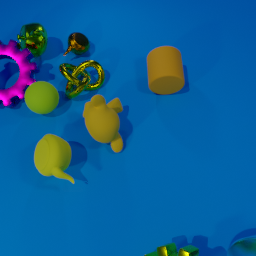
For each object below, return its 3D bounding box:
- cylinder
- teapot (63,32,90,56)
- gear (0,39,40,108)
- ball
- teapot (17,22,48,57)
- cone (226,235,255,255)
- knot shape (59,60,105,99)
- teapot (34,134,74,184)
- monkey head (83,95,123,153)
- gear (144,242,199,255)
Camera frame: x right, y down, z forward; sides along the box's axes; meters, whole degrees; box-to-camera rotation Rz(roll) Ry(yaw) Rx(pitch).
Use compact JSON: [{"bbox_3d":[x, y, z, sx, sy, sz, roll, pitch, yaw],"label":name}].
[{"bbox_3d":[1.047,-1.601,7.865,0.987,0.987,0.987,-1,66,-1],"label":"cylinder"},{"bbox_3d":[-1.595,-2.584,8.747,0.721,0.568,1.160,46,47,-6],"label":"teapot"},{"bbox_3d":[-3.467,-1.517,7.818,1.882,0.348,1.882,0,85,-3],"label":"gear"},{"bbox_3d":[-2.291,-0.809,7.474,0.874,0.874,0.874,0,60,0],"label":"ball"},{"bbox_3d":[-2.983,-2.700,8.556,0.812,1.659,1.031,-2,90,-36],"label":"teapot"},{"bbox_3d":[3.131,2.464,5.653,1.680,1.680,1.686,41,42,21],"label":"cone"},{"bbox_3d":[-1.445,-1.510,8.103,1.249,0.617,1.335,39,67,20],"label":"knot shape"},{"bbox_3d":[-1.684,0.684,6.547,0.757,0.962,1.547,11,35,-42],"label":"teapot"},{"bbox_3d":[-0.500,-0.250,6.990,1.193,1.659,1.000,-33,32,-18],"label":"monkey head"},{"bbox_3d":[0.913,3.038,4.858,0.351,1.898,1.898,10,46,-48],"label":"gear"}]
